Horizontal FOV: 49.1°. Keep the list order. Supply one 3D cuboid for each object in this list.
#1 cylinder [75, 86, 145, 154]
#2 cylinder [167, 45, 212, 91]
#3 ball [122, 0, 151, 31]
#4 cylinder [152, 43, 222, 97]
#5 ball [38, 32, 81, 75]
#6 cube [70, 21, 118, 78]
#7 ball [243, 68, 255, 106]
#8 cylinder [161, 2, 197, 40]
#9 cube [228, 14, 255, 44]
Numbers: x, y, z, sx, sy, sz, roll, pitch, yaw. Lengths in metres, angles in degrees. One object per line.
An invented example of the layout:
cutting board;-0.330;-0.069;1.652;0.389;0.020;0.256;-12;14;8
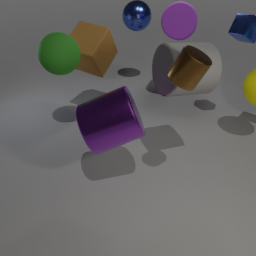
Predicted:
cylinder;-0.435;-0.200;7.294;1.400;1.400;1.400;-21;31;7
cylinder;1.307;-1.277;5.979;0.700;0.700;0.700;19;39;-16
ball;0.424;-5.381;13.451;1.400;1.400;1.400;0;32;0
cylinder;1.563;-1.599;7.643;1.400;1.400;1.400;-6;32;-19
ball;-2.300;-2.482;9.398;1.400;1.400;1.400;0;32;0
cube;-1.447;-3.092;11.029;1.400;1.400;1.400;21;72;21
ball;4.633;-1.392;9.457;1.400;1.400;1.400;0;32;0
cylinder;2.134;-4.358;11.550;1.400;1.400;1.400;7;17;11
cube;3.977;-3.356;9.454;0.700;0.700;0.700;15;13;-37
